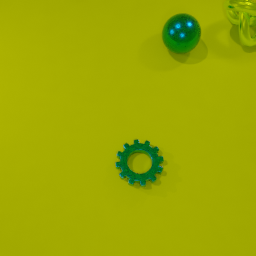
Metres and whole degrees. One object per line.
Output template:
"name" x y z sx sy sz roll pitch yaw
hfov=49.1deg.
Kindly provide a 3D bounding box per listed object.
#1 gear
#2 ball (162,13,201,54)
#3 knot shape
"gear" 0.330 0.994 7.998 1.350 0.250 1.350 0 64 0
"ball" 1.720 -3.035 9.041 1.254 1.254 1.254 0 70 0
"knot shape" 3.908 -3.617 9.190 0.964 1.953 2.087 -28 27 25
